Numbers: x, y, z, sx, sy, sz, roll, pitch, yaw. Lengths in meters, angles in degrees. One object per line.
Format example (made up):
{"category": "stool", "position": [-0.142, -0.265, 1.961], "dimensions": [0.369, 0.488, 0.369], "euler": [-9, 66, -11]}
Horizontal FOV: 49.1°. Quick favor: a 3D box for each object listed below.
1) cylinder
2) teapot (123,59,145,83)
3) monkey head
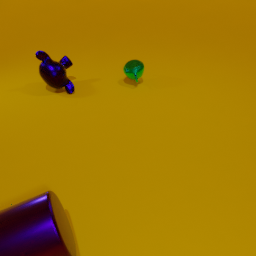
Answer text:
{"category": "cylinder", "position": [-1.442, 1.613, 4.062], "dimensions": [1.080, 1.080, 1.080], "euler": [-22, 37, -9]}
{"category": "teapot", "position": [0.222, -2.040, 9.886], "dimensions": [0.760, 0.598, 1.222], "euler": [-14, 48, 4]}
{"category": "monkey head", "position": [-2.341, -1.946, 9.384], "dimensions": [1.216, 1.690, 1.019], "euler": [-44, 21, -11]}
